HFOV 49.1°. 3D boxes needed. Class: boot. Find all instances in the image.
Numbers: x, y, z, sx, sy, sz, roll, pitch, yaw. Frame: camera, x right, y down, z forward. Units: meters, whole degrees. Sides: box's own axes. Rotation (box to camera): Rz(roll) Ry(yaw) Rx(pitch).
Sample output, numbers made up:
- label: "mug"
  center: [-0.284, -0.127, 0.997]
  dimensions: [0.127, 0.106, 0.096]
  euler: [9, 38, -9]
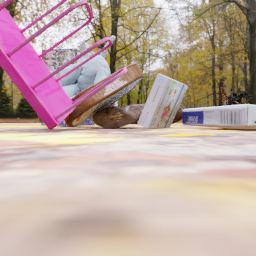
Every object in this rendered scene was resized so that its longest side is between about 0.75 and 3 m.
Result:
- label: "boot"
  center: [0.469, -0.405, 8.592]
  dimensions: [2.525, 0.870, 2.709]
  euler: [-6, 0, 12]

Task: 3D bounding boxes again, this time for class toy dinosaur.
- label: "toy dinosaur"
  center: [3.915, -0.912, 10.540]
  dimensions: [0.815, 1.596, 1.083]
  euler: [-29, -25, -33]

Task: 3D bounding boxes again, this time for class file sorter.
- label: "file sorter"
  center: [-1.433, -1.776, 5.415]
  dimensions: [1.765, 2.815, 1.956]
  euler: [-33, 12, 6]

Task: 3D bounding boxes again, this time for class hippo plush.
- label: "hippo plush"
  center: [-1.400, -1.305, 10.312]
  dimensions: [2.379, 2.987, 2.402]
  euler: [-5, -23, 7]

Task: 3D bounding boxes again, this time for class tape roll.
- label: "tape roll"
  center: [-2.076, -0.814, 7.499]
  dimensions: [0.462, 1.398, 1.398]
  euler: [1, 1, -4]

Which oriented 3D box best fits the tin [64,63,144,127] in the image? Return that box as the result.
- label: "tin"
  center: [-0.658, -0.926, 7.812]
  dimensions: [2.718, 0.569, 1.522]
  euler: [-35, -5, -28]

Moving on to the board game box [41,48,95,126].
- label: "board game box"
  center: [-2.341, -1.518, 11.423]
  dimensions: [1.401, 2.893, 2.307]
  euler: [1, 1, 12]

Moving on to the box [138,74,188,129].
- label: "box"
  center: [1.077, -0.727, 8.229]
  dimensions: [0.387, 1.467, 1.881]
  euler: [28, 13, 25]

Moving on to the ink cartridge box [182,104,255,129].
- label: "ink cartridge box"
  center: [3.152, -0.240, 7.269]
  dimensions: [2.570, 0.522, 2.565]
  euler: [1, 1, -20]
